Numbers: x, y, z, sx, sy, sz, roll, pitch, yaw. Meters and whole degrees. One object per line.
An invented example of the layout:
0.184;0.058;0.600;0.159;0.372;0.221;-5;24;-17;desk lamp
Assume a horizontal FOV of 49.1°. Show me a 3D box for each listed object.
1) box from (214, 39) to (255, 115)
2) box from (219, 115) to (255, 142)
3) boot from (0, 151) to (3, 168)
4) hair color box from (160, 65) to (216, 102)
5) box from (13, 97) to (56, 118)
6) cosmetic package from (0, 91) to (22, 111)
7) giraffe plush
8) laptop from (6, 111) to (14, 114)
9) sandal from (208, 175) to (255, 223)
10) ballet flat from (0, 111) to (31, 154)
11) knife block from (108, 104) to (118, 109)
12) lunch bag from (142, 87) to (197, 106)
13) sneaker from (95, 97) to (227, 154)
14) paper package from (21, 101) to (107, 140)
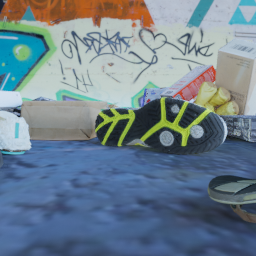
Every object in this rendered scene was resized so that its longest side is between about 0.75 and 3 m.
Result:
3.673;-1.433;9.336;1.033;2.658;1.262;-36;46;-29;box
3.658;-0.041;7.544;1.813;0.572;2.299;0;5;-3;box
-2.390;0.320;3.994;1.064;0.424;1.291;10;4;-30;boot
2.244;-1.534;10.314;1.964;0.602;0.997;-37;20;-12;hair color box
-3.044;-0.620;10.681;1.832;0.435;1.769;16;26;14;box
-5.773;-0.695;10.464;2.142;0.734;2.841;-25;-8;29;cosmetic package
2.468;-0.469;9.466;1.907;1.645;1.546;-36;-1;-8;giraffe plush
-4.046;-0.073;10.951;1.765;1.093;1.885;-2;-23;-24;laptop
1.023;0.566;2.160;1.131;0.323;0.449;16;-10;-43;sandal
-2.580;0.029;5.717;0.841;0.841;2.344;-4;6;-42;ballet flat
-0.606;-1.018;16.181;0.425;1.329;1.166;2;34;26;knife block
2.608;-1.220;15.097;2.927;1.813;2.489;14;-5;-38;lunch bag
0.620;-0.089;5.567;2.729;1.029;1.043;5;8;37;sneaker
-1.585;-0.247;7.589;1.825;0.991;1.915;1;4;10;paper package
